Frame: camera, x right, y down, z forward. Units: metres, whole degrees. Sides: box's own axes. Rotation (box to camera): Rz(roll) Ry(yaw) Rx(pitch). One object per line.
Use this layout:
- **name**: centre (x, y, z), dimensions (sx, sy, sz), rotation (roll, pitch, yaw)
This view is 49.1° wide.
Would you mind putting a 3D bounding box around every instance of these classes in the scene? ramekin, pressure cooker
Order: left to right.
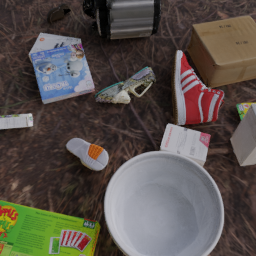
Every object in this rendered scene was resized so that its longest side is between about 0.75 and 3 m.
- **pressure cooker**: centre (-0.319, -4.769, 10.898), dimensions (2.889, 2.541, 2.581), rotation (-6, 59, -3)
- **ramekin**: centre (0.832, 2.154, 7.192), dimensions (2.834, 1.487, 2.834), rotation (0, 58, -1)

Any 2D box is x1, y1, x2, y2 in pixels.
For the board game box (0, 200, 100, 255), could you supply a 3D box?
- **board game box**: centre (-2.301, 2.905, 7.194), dimensions (2.864, 0.682, 1.455), rotation (10, 59, 6)

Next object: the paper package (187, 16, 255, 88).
- **paper package**: centre (3.796, -2.890, 10.477), dimensions (2.445, 1.265, 2.330), rotation (-13, 59, -8)

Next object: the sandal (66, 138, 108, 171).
- **sandal**: centre (-1.197, 0.832, 8.639), dimensions (1.805, 0.517, 0.692), rotation (27, 62, 40)

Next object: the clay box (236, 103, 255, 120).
- **clay box**: centre (4.403, -0.464, 9.506), dimensions (1.386, 0.330, 0.796), rotation (-3, 58, -2)

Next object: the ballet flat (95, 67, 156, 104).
- **ballet flat**: centre (0.019, -1.336, 9.813), dimensions (2.379, 0.856, 0.856), rotation (-30, 63, -17)

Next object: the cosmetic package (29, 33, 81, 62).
- **cosmetic package**: centre (-2.845, -3.073, 11.078), dimensions (1.718, 0.444, 1.295), rotation (10, 57, 6)

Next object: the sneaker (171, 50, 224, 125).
- **sneaker**: centre (2.371, -1.442, 9.695), dimensions (1.649, 1.044, 2.931), rotation (-1, 65, 4)

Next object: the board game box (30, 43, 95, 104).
- **board game box**: centre (-2.355, -2.001, 10.120), dimensions (1.882, 0.408, 1.873), rotation (-16, 78, -10)

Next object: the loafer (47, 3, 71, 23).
- **loafer**: centre (-3.007, -5.020, 12.260), dimensions (0.480, 0.491, 1.345), rotation (28, 62, 17)

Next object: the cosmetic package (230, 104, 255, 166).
- **cosmetic package**: centre (3.753, 0.221, 8.129), dimensions (0.820, 1.933, 1.040), rotation (-7, 59, -3)

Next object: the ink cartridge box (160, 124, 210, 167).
- **ink cartridge box**: centre (1.755, 0.552, 8.729), dimensions (1.375, 0.569, 1.007), rotation (16, 59, 10)

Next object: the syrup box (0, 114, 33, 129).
- **syrup box**: centre (-3.736, -0.216, 9.199), dimensions (1.089, 0.429, 0.443), rotation (-6, 94, -3)
